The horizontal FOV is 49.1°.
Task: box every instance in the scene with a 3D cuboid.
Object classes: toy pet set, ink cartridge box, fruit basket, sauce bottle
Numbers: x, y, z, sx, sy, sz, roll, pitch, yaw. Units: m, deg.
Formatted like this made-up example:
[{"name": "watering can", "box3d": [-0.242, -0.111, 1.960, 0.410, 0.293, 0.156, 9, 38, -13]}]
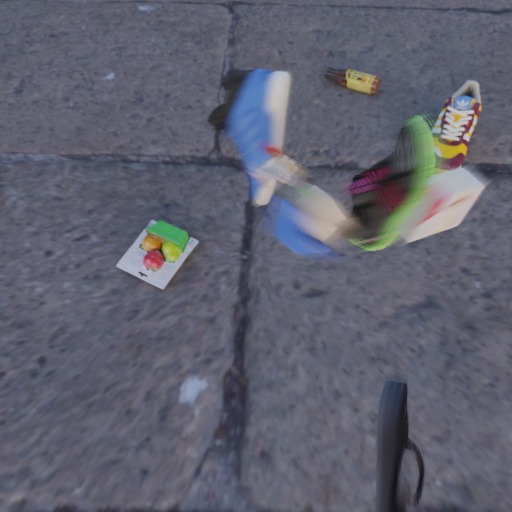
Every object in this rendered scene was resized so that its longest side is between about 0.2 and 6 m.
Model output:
[{"name": "toy pet set", "box3d": [0.391, -0.390, 5.342, 0.556, 1.048, 0.978, -42, 38, 1]}, {"name": "ink cartridge box", "box3d": [2.269, -0.649, 7.034, 0.994, 0.722, 0.415, -17, 55, -33]}, {"name": "fruit basket", "box3d": [-1.790, -0.026, 10.238, 1.080, 0.547, 1.166, 23, 68, 19]}, {"name": "sauce bottle", "box3d": [2.416, -4.452, 14.145, 1.418, 0.468, 0.468, 21, 51, 17]}]

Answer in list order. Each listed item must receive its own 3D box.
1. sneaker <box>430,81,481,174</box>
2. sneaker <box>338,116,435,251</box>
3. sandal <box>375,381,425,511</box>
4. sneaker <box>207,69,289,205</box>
[{"name": "sneaker", "box3d": [4.284, -2.826, 12.205, 0.962, 1.157, 2.567, 17, 50, 15]}, {"name": "sneaker", "box3d": [1.443, -0.767, 6.288, 0.699, 1.669, 0.640, 11, 31, -18]}, {"name": "sandal", "box3d": [1.259, 1.844, 4.843, 0.359, 1.679, 0.638, 6, 35, 22]}, {"name": "sneaker", "box3d": [-0.172, -1.814, 8.550, 1.124, 2.020, 0.775, 8, 27, 5]}]
